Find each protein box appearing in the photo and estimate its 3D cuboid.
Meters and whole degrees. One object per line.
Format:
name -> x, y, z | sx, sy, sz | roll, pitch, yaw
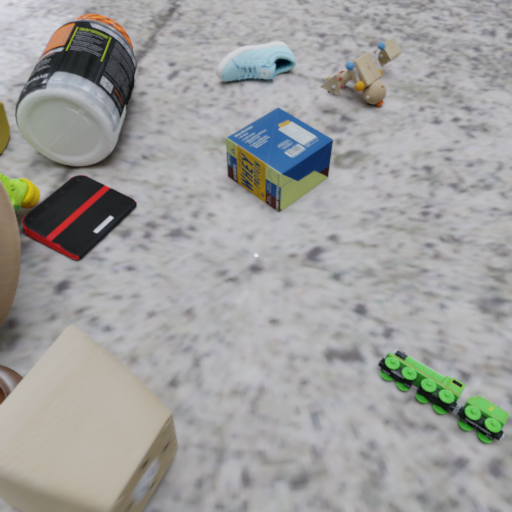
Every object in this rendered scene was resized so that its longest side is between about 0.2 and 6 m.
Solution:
protein box -> 0.367, -1.596, 9.155 | 1.224, 0.832, 1.233 | -37, 58, -27

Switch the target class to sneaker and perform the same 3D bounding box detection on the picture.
sneaker -> 0.046, -3.818, 11.225 | 1.678, 0.620, 0.687 | -25, 56, -15

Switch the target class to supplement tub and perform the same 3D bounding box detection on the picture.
supplement tub -> -3.027, -3.006, 9.846 | 1.649, 1.649, 2.692 | 2, 49, 1

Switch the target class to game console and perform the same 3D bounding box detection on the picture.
game console -> -2.779, -0.642, 8.784 | 1.266, 0.222, 1.431 | 27, 55, 16

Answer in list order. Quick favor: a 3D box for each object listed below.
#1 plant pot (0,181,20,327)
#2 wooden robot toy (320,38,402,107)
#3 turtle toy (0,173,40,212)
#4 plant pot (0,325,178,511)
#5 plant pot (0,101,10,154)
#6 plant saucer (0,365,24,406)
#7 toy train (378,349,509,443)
plant pot -> -4.227, -0.054, 6.484 | 2.756, 2.756, 1.272 | 25, 12, 20
wooden robot toy -> 2.134, -3.334, 10.843 | 2.204, 0.971, 1.000 | -40, 99, -36
turtle toy -> -4.495, -0.995, 8.315 | 2.260, 1.647, 1.143 | 19, 81, 20
plant pot -> -1.658, 1.928, 5.704 | 1.372, 1.547, 1.549 | 22, 53, 14
plant pot -> -4.857, -2.266, 9.714 | 0.962, 0.956, 0.984 | 12, 42, 10
plant saucer -> -3.507, 1.980, 6.457 | 1.843, 0.296, 1.843 | -1, 50, 1
toy train -> 2.233, 1.631, 6.739 | 1.614, 0.337, 0.455 | 31, 46, 24
